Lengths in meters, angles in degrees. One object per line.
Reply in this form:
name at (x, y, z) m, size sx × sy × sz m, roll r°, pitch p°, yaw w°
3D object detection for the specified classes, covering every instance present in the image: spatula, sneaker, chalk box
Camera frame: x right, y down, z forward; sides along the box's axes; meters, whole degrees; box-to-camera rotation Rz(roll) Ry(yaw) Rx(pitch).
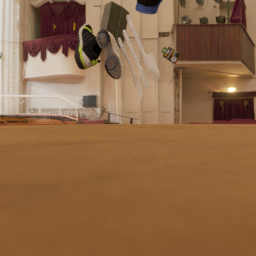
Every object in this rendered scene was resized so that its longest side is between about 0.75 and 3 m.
spatula at (0.327, -2.615, 10.319) m, size 0.221 × 2.746 × 1.910 m, roll -15°, pitch -15°, yaw -19°
sneaker at (-1.495, -3.476, 11.923) m, size 1.139 × 2.751 × 0.987 m, roll -10°, pitch -37°, yaw 13°
sneaker at (-0.540, -2.778, 10.574) m, size 0.704 × 1.889 × 0.823 m, roll -10°, pitch 10°, yaw 27°
chalk box at (1.931, -3.350, 12.770) m, size 0.848 × 0.529 × 0.526 m, roll 37°, pitch 15°, yaw 7°
sneaker at (0.569, -3.294, 6.316) m, size 0.703 × 0.781 × 2.006 m, roll 11°, pitch 43°, yaw -2°
